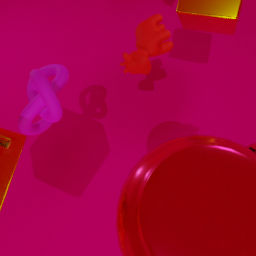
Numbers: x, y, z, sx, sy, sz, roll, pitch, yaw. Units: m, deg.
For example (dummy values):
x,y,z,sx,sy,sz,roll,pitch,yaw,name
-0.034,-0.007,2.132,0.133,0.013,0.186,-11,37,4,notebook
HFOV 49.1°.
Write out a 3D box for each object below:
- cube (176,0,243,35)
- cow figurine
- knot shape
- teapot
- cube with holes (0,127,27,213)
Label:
x,y,z,sx,sy,sz,roll,pitch,yaw,name
1.450,-2.237,4.745,0.970,0.970,0.970,14,98,17,cube
0.250,-1.298,4.453,0.895,0.499,0.910,-22,60,9,cow figurine
-1.236,-0.453,4.147,0.557,1.128,1.205,15,85,-21,knot shape
0.588,0.674,2.116,1.984,0.971,1.233,-40,69,-16,teapot
-1.880,0.726,2.557,1.300,1.300,1.300,20,29,-19,cube with holes
